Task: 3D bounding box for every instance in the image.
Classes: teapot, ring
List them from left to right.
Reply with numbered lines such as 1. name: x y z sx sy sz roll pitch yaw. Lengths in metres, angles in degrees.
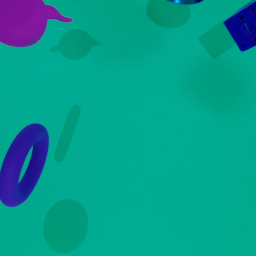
1. teapot: -1.890 -1.937 5.028 1.735 0.849 1.079 -10 83 -3
2. ring: -1.933 0.690 5.316 0.325 1.625 1.625 17 73 1

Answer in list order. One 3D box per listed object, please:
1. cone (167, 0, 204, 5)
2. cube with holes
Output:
1. cone: 1.324 -3.798 5.976 1.536 1.542 1.536 3 64 -6
2. cube with holes: 2.870 -2.390 6.305 0.834 0.834 0.834 -42 102 -32
